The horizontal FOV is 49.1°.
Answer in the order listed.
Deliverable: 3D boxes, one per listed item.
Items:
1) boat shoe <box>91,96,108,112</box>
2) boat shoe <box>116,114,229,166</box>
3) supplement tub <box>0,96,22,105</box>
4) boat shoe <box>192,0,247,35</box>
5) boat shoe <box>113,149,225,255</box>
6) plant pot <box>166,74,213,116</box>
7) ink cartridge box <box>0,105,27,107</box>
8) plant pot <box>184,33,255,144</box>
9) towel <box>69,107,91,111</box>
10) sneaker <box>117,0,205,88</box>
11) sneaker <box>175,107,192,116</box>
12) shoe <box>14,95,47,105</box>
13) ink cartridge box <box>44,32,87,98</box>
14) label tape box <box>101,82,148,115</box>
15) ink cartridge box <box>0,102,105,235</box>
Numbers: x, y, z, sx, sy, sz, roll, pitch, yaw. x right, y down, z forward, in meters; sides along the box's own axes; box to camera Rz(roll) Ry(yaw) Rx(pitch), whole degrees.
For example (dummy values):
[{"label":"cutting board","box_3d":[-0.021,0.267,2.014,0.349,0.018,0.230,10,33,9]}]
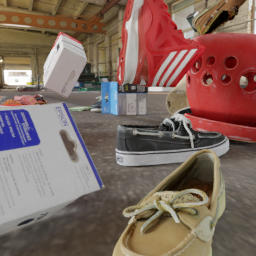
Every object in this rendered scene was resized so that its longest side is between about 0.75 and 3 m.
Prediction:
[{"label":"boat shoe","box_3d":[-1.288,-1.417,15.910,1.050,0.867,2.805,5,11,23]},{"label":"boat shoe","box_3d":[1.047,0.169,6.125,2.792,0.954,1.031,-3,10,-18]},{"label":"supplement tub","box_3d":[-4.747,-0.575,10.025,1.877,1.150,1.150,5,10,23]},{"label":"boat shoe","box_3d":[2.817,-3.328,7.851,2.010,0.683,0.723,-38,-38,24]},{"label":"boat shoe","box_3d":[0.530,0.808,2.955,0.859,0.735,2.344,4,10,24]},{"label":"plant pot","box_3d":[2.759,-1.333,12.829,2.135,2.135,1.954,6,23,32]},{"label":"ink cartridge box","box_3d":[-3.569,-0.065,7.483,1.666,0.964,2.867,4,10,25]},{"label":"plant pot","box_3d":[2.953,-1.064,7.856,2.830,2.577,2.830,9,9,-1]},{"label":"towel","box_3d":[-2.791,-1.119,16.397,0.979,0.150,1.283,4,11,23]},{"label":"sneaker","box_3d":[0.755,-2.119,6.197,1.714,2.968,1.163,11,-18,-8]},{"label":"sneaker","box_3d":[2.659,-0.349,9.960,1.965,0.718,1.099,2,9,7]},{"label":"shoe","box_3d":[-3.146,-0.619,10.203,2.570,1.169,0.918,5,11,26]},{"label":"ink cartridge box","box_3d":[-2.404,-2.413,10.480,0.947,1.632,2.261,22,23,-28]},{"label":"label tape box","box_3d":[-0.178,-1.478,13.975,2.282,1.645,0.722,-2,11,-5]},{"label":"ink cartridge box","box_3d":[-1.752,0.491,2.959,2.880,1.432,0.565,-8,-29,-41]}]
